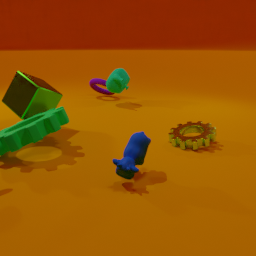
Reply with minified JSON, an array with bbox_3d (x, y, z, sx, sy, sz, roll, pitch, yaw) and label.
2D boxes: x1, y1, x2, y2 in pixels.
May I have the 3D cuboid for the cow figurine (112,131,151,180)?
[{"bbox_3d":[0.097,0.485,5.202,0.507,0.923,0.909,22,-1,12],"label":"cow figurine"}]

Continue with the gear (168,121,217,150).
[{"bbox_3d":[1.636,0.168,7.139,1.167,0.216,1.167,-10,24,4],"label":"gear"}]

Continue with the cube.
[{"bbox_3d":[-2.712,-0.849,7.977,1.013,1.013,1.013,36,10,25],"label":"cube"}]

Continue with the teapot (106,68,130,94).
[{"bbox_3d":[-0.344,-1.857,11.334,0.845,1.073,1.726,36,-2,6],"label":"teapot"}]

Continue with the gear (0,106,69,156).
[{"bbox_3d":[-2.326,0.046,6.536,1.907,0.353,1.907,-21,15,6],"label":"gear"}]

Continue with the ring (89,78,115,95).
[{"bbox_3d":[-1.166,-1.890,12.920,1.291,0.258,1.291,16,-16,5],"label":"ring"}]
